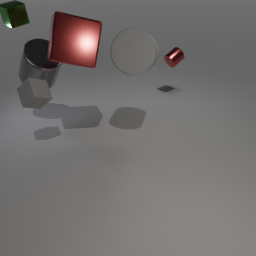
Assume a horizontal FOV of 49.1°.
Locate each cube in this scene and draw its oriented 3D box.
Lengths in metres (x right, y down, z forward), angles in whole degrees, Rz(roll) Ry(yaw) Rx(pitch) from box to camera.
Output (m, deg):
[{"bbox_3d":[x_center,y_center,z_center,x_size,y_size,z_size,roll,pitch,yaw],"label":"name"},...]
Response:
[{"bbox_3d":[-1.730,-2.744,8.855,1.400,1.400,1.400,6,14,-20],"label":"cube"},{"bbox_3d":[-2.983,-1.098,8.963,0.700,0.700,0.700,-31,-17,30],"label":"cube"},{"bbox_3d":[-4.029,-4.022,9.890,0.700,0.700,0.700,-32,46,-31],"label":"cube"}]

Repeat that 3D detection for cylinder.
[{"bbox_3d":[2.208,-3.370,13.359,0.700,0.700,0.700,-42,40,-8],"label":"cylinder"},{"bbox_3d":[0.255,-2.466,9.112,1.400,1.400,1.400,5,15,9],"label":"cylinder"},{"bbox_3d":[-3.264,-2.323,10.428,1.400,1.400,1.400,12,59,-21],"label":"cylinder"}]
